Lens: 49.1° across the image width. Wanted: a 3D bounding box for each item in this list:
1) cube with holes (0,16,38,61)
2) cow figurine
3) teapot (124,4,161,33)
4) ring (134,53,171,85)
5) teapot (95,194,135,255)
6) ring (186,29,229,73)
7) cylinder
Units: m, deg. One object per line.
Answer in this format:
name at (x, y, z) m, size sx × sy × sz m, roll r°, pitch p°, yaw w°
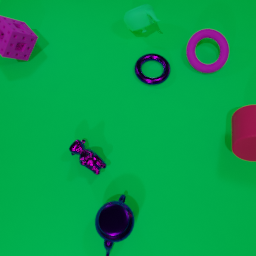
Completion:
cube with holes at (-3.341, -2.610, 8.205) m, size 0.832 × 0.832 × 0.832 m, roll 47°, pitch 118°, yaw 23°
cow figurine at (-1.048, 0.729, 7.211) m, size 0.988 × 0.972 × 0.542 m, roll 43°, pitch 86°, yaw -22°
teapot at (0.406, -3.245, 8.392) m, size 0.946 × 1.522 × 0.745 m, roll -32°, pitch 111°, yaw -28°
ring at (0.733, -1.777, 8.418) m, size 1.095 × 0.219 × 1.095 m, roll 0°, pitch 67°, yaw 0°
teapot at (-0.301, 2.226, 6.462) m, size 0.917 × 0.722 × 1.474 m, roll 11°, pitch 63°, yaw 13°
ring at (2.378, -2.293, 8.346) m, size 1.301 × 0.260 × 1.301 m, roll 0°, pitch 93°, yaw -5°
cylinder at (2.981, 0.124, 6.640) m, size 0.986 × 0.986 × 0.986 m, roll 12°, pitch 51°, yaw 5°
